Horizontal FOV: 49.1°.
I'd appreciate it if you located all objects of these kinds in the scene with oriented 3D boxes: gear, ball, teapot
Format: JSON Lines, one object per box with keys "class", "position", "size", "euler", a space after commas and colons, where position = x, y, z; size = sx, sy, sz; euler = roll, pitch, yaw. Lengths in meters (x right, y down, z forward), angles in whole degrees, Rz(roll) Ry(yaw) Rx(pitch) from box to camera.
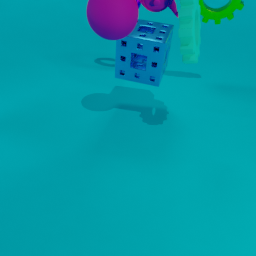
{"class": "gear", "position": [1.456, -2.304, 6.505], "size": [0.290, 1.567, 1.567], "euler": [2, 32, 21]}
{"class": "ball", "position": [-0.377, -2.814, 6.860], "size": [1.273, 1.273, 1.273], "euler": [0, 33, 0]}
{"class": "gear", "position": [2.871, -4.238, 8.977], "size": [1.752, 1.752, 0.324], "euler": [7, 46, 10]}
{"class": "teapot", "position": [0.699, -3.090, 6.527], "size": [1.464, 0.910, 0.717], "euler": [23, 52, -30]}

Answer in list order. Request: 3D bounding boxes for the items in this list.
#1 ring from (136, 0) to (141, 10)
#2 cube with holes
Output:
{"class": "ring", "position": [-0.257, -4.903, 10.471], "size": [1.615, 1.615, 0.323], "euler": [9, 21, 14]}
{"class": "cube with holes", "position": [0.476, -2.249, 8.244], "size": [1.344, 1.344, 1.344], "euler": [13, 42, 10]}
